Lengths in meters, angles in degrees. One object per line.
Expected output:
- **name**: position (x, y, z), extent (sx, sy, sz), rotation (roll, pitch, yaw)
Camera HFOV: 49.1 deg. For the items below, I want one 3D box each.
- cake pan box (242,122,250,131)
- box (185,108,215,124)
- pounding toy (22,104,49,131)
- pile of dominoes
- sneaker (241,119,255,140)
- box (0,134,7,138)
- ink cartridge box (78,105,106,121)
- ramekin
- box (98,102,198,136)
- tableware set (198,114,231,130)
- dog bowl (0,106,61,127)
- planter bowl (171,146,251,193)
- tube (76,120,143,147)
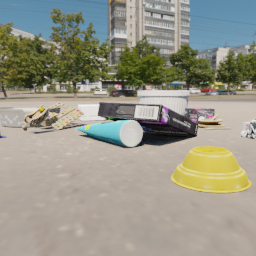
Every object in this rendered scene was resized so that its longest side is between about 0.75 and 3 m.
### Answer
- **cake pan box**: position (5.002, 0.023, 9.436), extent (1.488, 0.423, 1.616), rotation (-6, 9, -25)
- **box**: position (3.269, -0.551, 12.878), extent (1.228, 0.704, 0.811), rotation (2, 6, 3)
- **pounding toy**: position (-3.301, -0.408, 9.629), extent (0.612, 1.067, 0.610), rotation (37, -15, 17)
- **pile of dominoes**: position (-2.840, -0.628, 11.480), extent (1.571, 0.321, 2.016), rotation (18, 31, 20)
- **sneaker**: position (3.847, 0.012, 8.623), extent (0.381, 0.621, 0.955), rotation (0, 7, -7)
- **box**: position (-4.606, 0.220, 8.468), extent (0.946, 0.253, 1.562), rotation (5, 8, 32)
- **ink cartridge box**: position (-1.957, -0.853, 15.008), extent (1.345, 0.789, 1.837), rotation (-2, 6, -13)
- **ramekin**: position (2.004, -1.354, 15.963), extent (2.939, 1.542, 2.939), rotation (1, 7, 0)
- **box**: position (0.708, -0.224, 8.422), extent (1.979, 0.500, 2.769), rotation (6, -5, 35)
- **tableware set**: position (2.708, -0.276, 11.416), extent (2.513, 0.504, 1.661), rotation (-1, 7, -8)
- **dog bowl**: position (-4.339, -0.537, 12.413), extent (2.688, 0.788, 2.688), rotation (0, 8, 0)
- **planter bowl**: position (1.310, 0.583, 4.459), extent (1.232, 0.513, 1.232), rotation (0, 8, 0)
- **tube**: position (-0.582, 0.106, 8.241), extent (1.049, 0.682, 2.708), rotation (11, -4, -31)
